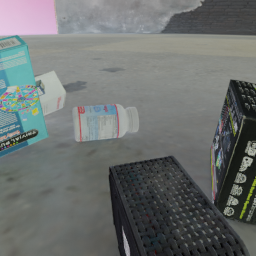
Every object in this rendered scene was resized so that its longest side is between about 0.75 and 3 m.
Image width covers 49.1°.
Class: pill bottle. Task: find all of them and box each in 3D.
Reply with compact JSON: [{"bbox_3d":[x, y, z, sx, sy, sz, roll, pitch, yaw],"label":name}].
[{"bbox_3d":[-0.572,-0.156,7.104,1.594,0.867,0.867,-5,23,-13],"label":"pill bottle"}]

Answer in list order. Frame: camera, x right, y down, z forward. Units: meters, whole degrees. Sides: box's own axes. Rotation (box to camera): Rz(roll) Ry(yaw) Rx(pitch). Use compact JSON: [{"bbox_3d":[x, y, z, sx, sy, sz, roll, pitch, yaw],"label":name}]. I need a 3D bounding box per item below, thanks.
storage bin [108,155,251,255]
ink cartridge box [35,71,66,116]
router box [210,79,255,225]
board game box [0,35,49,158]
[{"bbox_3d":[0.386,1.262,3.072,0.872,1.257,1.859,-9,24,-11],"label":"storage bin"},{"bbox_3d":[-2.524,-0.677,7.258,1.652,0.723,1.201,-25,-7,-21],"label":"ink cartridge box"},{"bbox_3d":[1.986,0.257,4.886,0.697,1.682,2.245,13,26,10],"label":"router box"},{"bbox_3d":[-2.654,-0.447,5.499,1.740,2.305,0.541,-25,49,-27],"label":"board game box"}]
